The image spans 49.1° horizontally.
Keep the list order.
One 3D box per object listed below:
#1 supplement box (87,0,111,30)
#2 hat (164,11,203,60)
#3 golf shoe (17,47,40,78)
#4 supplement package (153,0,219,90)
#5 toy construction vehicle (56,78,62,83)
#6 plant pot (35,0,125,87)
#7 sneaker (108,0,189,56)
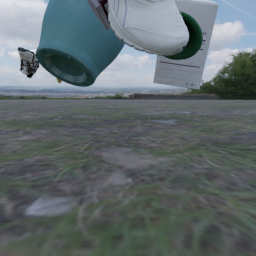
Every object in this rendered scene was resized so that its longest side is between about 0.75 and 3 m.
[{"bbox_3d":[0.135,-3.222,6.011,2.199,0.669,1.197,-36,-6,4],"label":"supplement box"},{"bbox_3d":[1.257,-2.474,6.807,1.447,1.198,1.273,7,45,30],"label":"hat"},{"bbox_3d":[-2.339,-1.497,6.539,0.390,0.474,1.004,16,-14,4],"label":"golf shoe"},{"bbox_3d":[1.960,-3.067,9.982,1.696,2.832,1.717,9,27,6],"label":"supplement package"},{"bbox_3d":[-2.652,-2.489,10.894,0.452,1.283,1.117,-12,28,6],"label":"toy construction vehicle"},{"bbox_3d":[-1.486,-2.965,8.980,2.922,2.745,2.922,19,-20,7],"label":"plant pot"},{"bbox_3d":[0.074,-2.380,4.447,1.050,2.818,1.227,-27,-13,-24],"label":"sneaker"}]
